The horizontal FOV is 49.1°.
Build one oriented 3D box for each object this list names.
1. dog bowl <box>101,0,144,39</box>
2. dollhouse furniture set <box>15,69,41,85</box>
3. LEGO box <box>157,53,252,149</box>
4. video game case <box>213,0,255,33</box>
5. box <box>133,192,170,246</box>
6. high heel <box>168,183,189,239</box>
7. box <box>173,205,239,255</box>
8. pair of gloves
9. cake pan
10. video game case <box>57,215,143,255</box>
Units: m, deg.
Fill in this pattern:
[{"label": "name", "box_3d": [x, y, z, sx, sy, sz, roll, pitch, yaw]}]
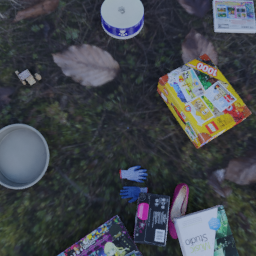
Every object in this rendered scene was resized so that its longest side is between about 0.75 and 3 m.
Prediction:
[{"label": "dog bowl", "box_3d": [-0.225, -4.543, 11.365, 1.748, 0.689, 1.748, 0, 72, 0]}, {"label": "dollhouse furniture set", "box_3d": [-3.868, -2.100, 10.729, 0.706, 0.404, 0.828, -36, 76, -11]}, {"label": "LEGO box", "box_3d": [2.627, -0.973, 10.021, 2.015, 1.044, 2.705, -30, 75, -9]}, {"label": "video game case", "box_3d": [4.413, -4.653, 11.661, 1.680, 0.199, 1.529, 2, 72, 2]}, {"label": "box", "box_3d": [0.745, 2.847, 8.876, 0.981, 0.851, 1.484, 8, 77, 1]}, {"label": "high heel", "box_3d": [1.647, 2.647, 8.973, 0.584, 0.832, 1.735, 15, 73, 5]}, {"label": "box", "box_3d": [2.499, 3.723, 8.674, 1.634, 0.411, 2.264, -13, 80, -10]}, {"label": "pair of gloves", "box_3d": [0.200, 1.914, 9.567, 0.984, 0.139, 1.224, -2, 77, -3]}, {"label": "cake pan", "box_3d": [-3.660, 0.949, 9.494, 2.172, 0.398, 2.172, 0, 87, 5]}, {"label": "video game case", "box_3d": [-0.840, 4.637, 8.483, 2.982, 0.534, 2.703, -33, 75, -10]}]
